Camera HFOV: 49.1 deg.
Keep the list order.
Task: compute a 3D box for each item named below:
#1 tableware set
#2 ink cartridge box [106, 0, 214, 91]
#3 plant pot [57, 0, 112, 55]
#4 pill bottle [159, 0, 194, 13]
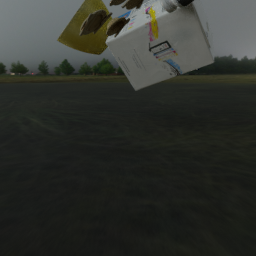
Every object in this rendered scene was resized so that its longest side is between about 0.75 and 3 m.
[{"bbox_3d":[-0.209,-2.414,5.790,1.423,0.198,1.704,-41,-5,31],"label":"tableware set"},{"bbox_3d":[1.173,-3.057,9.436,2.903,2.100,2.137,-17,37,26],"label":"ink cartridge box"},{"bbox_3d":[-1.312,-3.568,10.136,1.529,2.154,2.154,35,-1,-21],"label":"plant pot"},{"bbox_3d":[1.464,-3.537,7.012,1.342,0.777,0.777,-21,-6,42],"label":"pill bottle"}]
